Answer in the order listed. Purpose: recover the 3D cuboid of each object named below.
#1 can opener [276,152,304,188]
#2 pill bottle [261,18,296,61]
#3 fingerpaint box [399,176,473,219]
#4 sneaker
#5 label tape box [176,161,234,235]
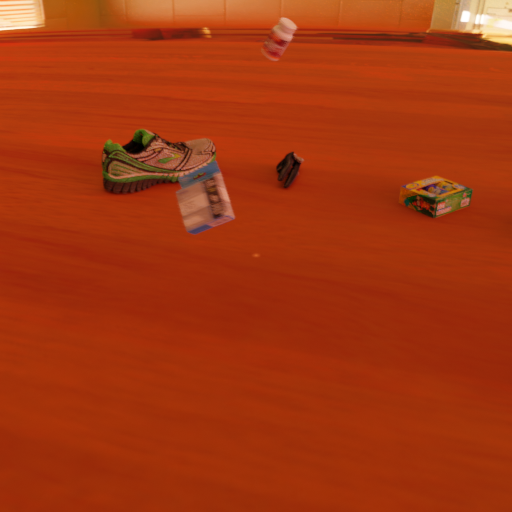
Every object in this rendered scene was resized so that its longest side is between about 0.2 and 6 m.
[{"bbox_3d":[0.835,-2.109,14.021,0.532,0.659,1.677,37,29,-14],"label":"can opener"},{"bbox_3d":[0.416,-3.979,10.297,0.383,0.699,0.383,20,45,-21],"label":"pill bottle"},{"bbox_3d":[3.998,-1.341,12.495,1.230,0.451,1.026,-17,33,-29],"label":"fingerpaint box"},{"bbox_3d":[-2.284,-2.462,13.693,3.062,1.304,1.195,-20,34,-34],"label":"sneaker"},{"bbox_3d":[-0.759,-0.839,7.857,0.653,0.911,0.301,-21,-12,16],"label":"label tape box"}]
